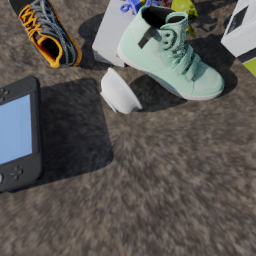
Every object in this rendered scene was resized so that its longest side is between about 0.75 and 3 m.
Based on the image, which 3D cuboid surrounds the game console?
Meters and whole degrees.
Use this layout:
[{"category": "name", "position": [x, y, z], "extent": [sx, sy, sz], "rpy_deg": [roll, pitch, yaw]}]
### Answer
[{"category": "game console", "position": [-3.202, -0.023, 5.917], "extent": [2.306, 1.599, 2.702], "rpy_deg": [-19, 63, 13]}]

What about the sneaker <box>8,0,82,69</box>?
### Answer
[{"category": "sneaker", "position": [-2.179, -2.533, 7.089], "extent": [2.424, 0.949, 0.936], "rpy_deg": [49, 32, -9]}]

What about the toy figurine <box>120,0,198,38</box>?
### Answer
[{"category": "toy figurine", "position": [0.588, -3.284, 7.632], "extent": [1.541, 1.357, 2.573], "rpy_deg": [-25, 62, -4]}]

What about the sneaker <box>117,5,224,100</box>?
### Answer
[{"category": "sneaker", "position": [1.307, -1.723, 6.680], "extent": [2.989, 1.763, 1.100], "rpy_deg": [23, 67, -9]}]

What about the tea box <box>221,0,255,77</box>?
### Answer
[{"category": "tea box", "position": [3.816, -2.413, 6.757], "extent": [2.240, 1.521, 2.277], "rpy_deg": [36, 63, -18]}]

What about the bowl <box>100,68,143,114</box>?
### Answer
[{"category": "bowl", "position": [-0.259, -0.785, 6.811], "extent": [0.578, 1.285, 1.285], "rpy_deg": [-40, 70, -2]}]

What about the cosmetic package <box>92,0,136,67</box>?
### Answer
[{"category": "cosmetic package", "position": [-0.288, -2.722, 7.978], "extent": [0.939, 0.684, 1.847], "rpy_deg": [15, 69, 6]}]
